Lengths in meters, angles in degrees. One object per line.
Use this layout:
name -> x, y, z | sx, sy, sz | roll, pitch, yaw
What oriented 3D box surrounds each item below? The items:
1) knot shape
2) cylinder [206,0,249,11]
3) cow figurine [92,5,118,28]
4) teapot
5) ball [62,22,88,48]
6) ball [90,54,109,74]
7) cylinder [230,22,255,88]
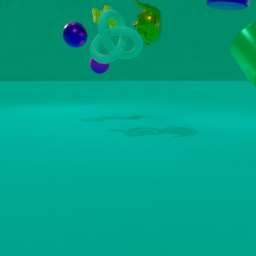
knot shape -> -0.440, -2.969, 9.031 | 1.707, 1.597, 0.789 | -11, 14, -5
cylinder -> 2.708, -3.782, 7.384 | 1.081, 1.081, 1.081 | 7, 13, -2
cow figurine -> -0.909, -4.681, 12.277 | 1.258, 1.238, 0.691 | -20, 38, -15
teapot -> 0.631, -3.455, 9.275 | 0.921, 1.170, 1.881 | 5, -28, 12
ball -> -2.153, -3.795, 11.428 | 1.018, 1.018, 1.018 | 0, 11, 0
ball -> -1.189, -2.688, 11.733 | 0.822, 0.822, 0.822 | 0, 11, 0
cylinder -> 2.803, -1.502, 5.760 | 1.010, 1.010, 1.010 | -4, 55, -21
